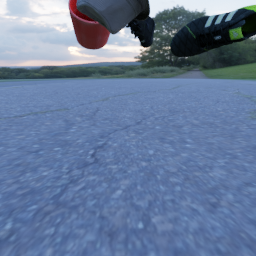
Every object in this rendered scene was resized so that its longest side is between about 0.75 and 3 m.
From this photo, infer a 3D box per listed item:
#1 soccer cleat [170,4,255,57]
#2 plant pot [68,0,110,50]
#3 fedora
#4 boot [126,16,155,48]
[{"bbox_3d":[2.164,-2.244,6.521,2.415,0.815,0.979,-18,29,9],"label":"soccer cleat"},{"bbox_3d":[-1.297,-3.877,10.319,1.752,1.752,1.550,-2,-28,-9],"label":"plant pot"},{"bbox_3d":[-0.416,-2.378,5.316,1.612,0.823,1.823,35,4,-11],"label":"fedora"},{"bbox_3d":[0.332,-3.106,8.103,0.507,1.370,1.122,-15,-38,27],"label":"boot"}]
